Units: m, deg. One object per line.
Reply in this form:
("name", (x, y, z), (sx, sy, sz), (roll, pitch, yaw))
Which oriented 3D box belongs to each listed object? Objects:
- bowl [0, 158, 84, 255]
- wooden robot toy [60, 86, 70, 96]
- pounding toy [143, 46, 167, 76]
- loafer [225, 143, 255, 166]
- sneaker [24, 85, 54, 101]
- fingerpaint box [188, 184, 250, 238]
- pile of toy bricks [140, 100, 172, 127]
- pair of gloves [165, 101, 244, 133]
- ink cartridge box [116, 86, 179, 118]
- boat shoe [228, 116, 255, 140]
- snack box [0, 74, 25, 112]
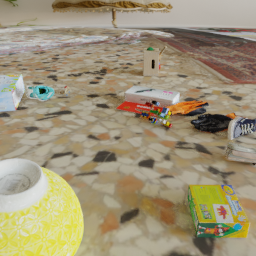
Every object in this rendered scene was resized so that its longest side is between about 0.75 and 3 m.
("bowl", (-2.078, 1.402, 5.116), (2.563, 1.379, 2.563), (6, 30, -4))
("wooden robot toy", (-3.073, -1.798, 13.448), (0.414, 0.402, 0.913), (-9, 24, 7))
("pounding toy", (1.545, -4.072, 16.526), (1.266, 1.781, 1.639), (1, 25, 3))
("loafer", (3.453, 0.815, 7.843), (1.537, 0.483, 0.553), (15, 12, -5))
("sneaker", (-3.601, -1.502, 11.876), (0.694, 0.675, 1.743), (-8, 5, 17))
("fingerpaint box", (1.854, 1.725, 5.921), (0.988, 0.434, 1.184), (0, 26, 1))
("pile of toy bricks", (1.192, -0.478, 10.411), (0.732, 0.823, 1.483), (26, -4, -38))
("pair of gloves", (2.844, -0.500, 10.778), (2.230, 0.309, 2.503), (-14, 31, -29))
("ink cartridge box", (0.852, -1.162, 11.841), (2.201, 0.479, 1.910), (12, 29, 21))
("boat shoe", (3.850, -0.010, 9.358), (0.735, 0.592, 1.584), (7, 25, 32))
("snack box", (-5.909, -1.527, 12.155), (2.336, 0.938, 2.770), (-5, 27, -9))
